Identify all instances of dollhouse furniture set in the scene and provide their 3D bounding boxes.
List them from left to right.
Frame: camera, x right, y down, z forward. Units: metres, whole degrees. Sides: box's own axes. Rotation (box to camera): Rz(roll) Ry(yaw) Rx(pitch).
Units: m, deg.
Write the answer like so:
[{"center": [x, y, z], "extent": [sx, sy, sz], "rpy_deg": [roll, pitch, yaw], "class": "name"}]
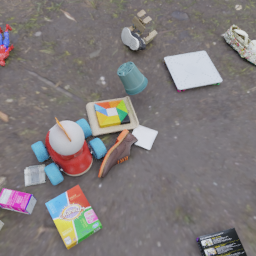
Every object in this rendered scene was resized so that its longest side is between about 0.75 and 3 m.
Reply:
[{"center": [0.646, -4.873, 13.968], "extent": [1.359, 1.191, 0.903], "rpy_deg": [47, 63, -2], "class": "dollhouse furniture set"}]

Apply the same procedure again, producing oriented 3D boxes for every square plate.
[{"center": [0.587, 0.365, 10.965], "extent": [0.924, 0.131, 0.915], "rpy_deg": [20, 57, 13], "class": "square plate"}]

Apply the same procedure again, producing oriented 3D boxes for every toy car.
[{"center": [-2.150, 0.337, 9.601], "extent": [2.216, 2.405, 2.127], "rpy_deg": [-29, 60, -19], "class": "toy car"}]

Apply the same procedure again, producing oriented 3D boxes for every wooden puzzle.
[{"center": [-0.670, -0.559, 11.407], "extent": [1.890, 0.352, 1.749], "rpy_deg": [-13, 52, -8], "class": "wooden puzzle"}]

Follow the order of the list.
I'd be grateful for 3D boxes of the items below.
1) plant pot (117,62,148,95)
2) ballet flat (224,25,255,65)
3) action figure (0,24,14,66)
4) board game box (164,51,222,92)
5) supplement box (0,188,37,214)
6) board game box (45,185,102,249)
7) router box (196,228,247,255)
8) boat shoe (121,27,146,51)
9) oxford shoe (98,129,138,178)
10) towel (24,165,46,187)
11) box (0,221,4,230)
[{"center": [0.117, -2.005, 11.080], "extent": [1.014, 0.993, 1.014], "rpy_deg": [-19, 46, 21], "class": "plant pot"}, {"center": [5.704, -4.033, 13.560], "extent": [1.017, 0.860, 2.690], "rpy_deg": [-28, 60, -19], "class": "ballet flat"}, {"center": [-6.075, -3.996, 13.711], "extent": [0.784, 0.619, 2.396], "rpy_deg": [-9, 60, 1], "class": "action figure"}, {"center": [2.955, -2.640, 12.951], "extent": [2.105, 0.272, 2.105], "rpy_deg": [-11, 57, -8], "class": "board game box"}, {"center": [-3.688, 2.428, 9.292], "extent": [1.059, 0.536, 0.547], "rpy_deg": [11, 57, 8], "class": "supplement box"}, {"center": [-1.777, 2.855, 9.125], "extent": [1.247, 0.329, 1.629], "rpy_deg": [-29, 60, -18], "class": "board game box"}, {"center": [2.856, 3.678, 8.561], "extent": [1.251, 0.320, 0.933], "rpy_deg": [-11, 56, -7], "class": "router box"}, {"center": [0.257, -4.408, 13.922], "extent": [0.594, 0.727, 1.968], "rpy_deg": [1, 34, -30], "class": "boat shoe"}, {"center": [-0.347, 1.006, 10.182], "extent": [0.755, 0.741, 2.082], "rpy_deg": [32, 68, 3], "class": "oxford shoe"}, {"center": [-3.334, 1.679, 10.060], "extent": [0.738, 0.132, 0.766], "rpy_deg": [-9, 55, -6], "class": "towel"}, {"center": [-4.605, 2.982, 8.935], "extent": [1.083, 0.514, 0.421], "rpy_deg": [17, 58, 13], "class": "box"}]
